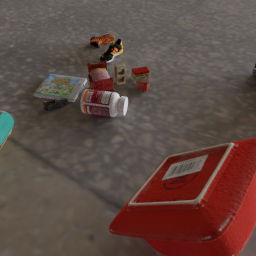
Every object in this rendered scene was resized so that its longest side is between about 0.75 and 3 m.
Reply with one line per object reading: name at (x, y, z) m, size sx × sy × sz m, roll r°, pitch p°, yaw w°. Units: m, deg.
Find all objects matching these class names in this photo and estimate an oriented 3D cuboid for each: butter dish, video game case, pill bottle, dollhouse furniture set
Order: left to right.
video game case at (-2.426, -1.487, 10.179) m, size 1.509 × 0.166 × 1.373 m, roll 8°, pitch 42°, yaw 10°
pill bottle at (-0.741, -0.777, 8.926) m, size 1.387 × 0.784 × 0.784 m, roll 9°, pitch 43°, yaw 10°
dollhouse furniture set at (-0.217, -1.766, 9.913) m, size 2.292 × 0.932 × 1.234 m, roll -12°, pitch 43°, yaw -13°
butter dish at (1.459, 1.671, 5.470) m, size 2.658 × 1.965 × 2.651 m, roll -21°, pitch 16°, yaw 47°

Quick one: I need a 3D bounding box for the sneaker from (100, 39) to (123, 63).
sneaker at (-0.723, -3.298, 11.841) m, size 0.506 × 0.651 × 1.448 m, roll 23°, pitch 47°, yaw 24°

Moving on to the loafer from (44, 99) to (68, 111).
loafer at (-2.396, -0.833, 9.345) m, size 0.834 × 0.302 × 0.304 m, roll -21°, pitch 45°, yaw -23°

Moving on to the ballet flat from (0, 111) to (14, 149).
ballet flat at (-3.986, 0.632, 7.443) m, size 0.906 × 0.979 × 2.776 m, roll -15°, pitch 34°, yaw 23°

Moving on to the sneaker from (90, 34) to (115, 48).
sneaker at (-1.174, -3.924, 12.771) m, size 1.170 × 0.454 × 0.656 m, roll -6°, pitch 45°, yaw 9°

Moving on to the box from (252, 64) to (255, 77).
box at (5.807, -2.172, 10.271) m, size 1.841 × 1.056 × 1.216 m, roll -1°, pitch 42°, yaw -1°
